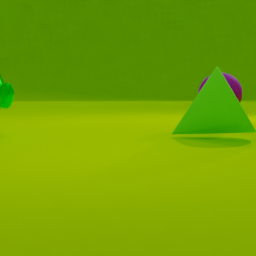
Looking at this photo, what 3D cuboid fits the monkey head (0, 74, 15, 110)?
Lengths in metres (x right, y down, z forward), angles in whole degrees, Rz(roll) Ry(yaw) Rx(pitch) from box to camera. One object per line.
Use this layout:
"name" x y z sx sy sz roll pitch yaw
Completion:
"monkey head" -2.797 -0.670 5.113 1.131 1.876 1.350 5 4 -45

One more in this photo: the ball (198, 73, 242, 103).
"ball" 2.314 -0.853 7.065 1.065 1.065 1.065 0 6 0

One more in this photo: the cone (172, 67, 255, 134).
"cone" 1.485 -0.215 5.561 1.435 1.430 1.430 -31 -6 22
